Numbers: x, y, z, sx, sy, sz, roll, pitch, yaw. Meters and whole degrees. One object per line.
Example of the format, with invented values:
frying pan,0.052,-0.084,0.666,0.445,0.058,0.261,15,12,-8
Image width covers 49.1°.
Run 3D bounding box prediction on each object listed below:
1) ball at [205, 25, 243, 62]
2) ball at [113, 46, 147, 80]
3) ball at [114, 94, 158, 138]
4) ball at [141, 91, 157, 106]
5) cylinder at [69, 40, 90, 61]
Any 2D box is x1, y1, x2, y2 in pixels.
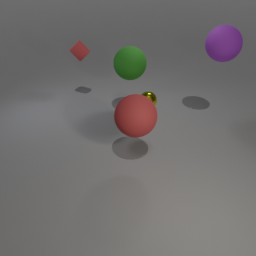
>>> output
ball,3.755,-3.307,10.997,1.400,1.400,1.400,0,31,0
ball,0.084,-2.717,11.777,1.400,1.400,1.400,0,31,0
ball,0.248,-0.390,9.030,1.400,1.400,1.400,0,31,0
ball,0.773,-1.063,10.816,0.700,0.700,0.700,0,31,0
cylinder,-2.272,-3.640,13.210,0.700,0.700,0.700,-40,20,18
